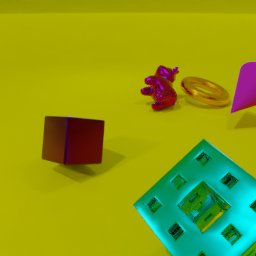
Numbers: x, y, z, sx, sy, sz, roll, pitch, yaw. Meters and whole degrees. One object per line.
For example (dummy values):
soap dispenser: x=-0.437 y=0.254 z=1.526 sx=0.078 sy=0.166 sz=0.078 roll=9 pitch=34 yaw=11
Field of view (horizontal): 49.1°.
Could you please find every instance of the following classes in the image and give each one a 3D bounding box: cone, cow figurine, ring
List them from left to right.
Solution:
cow figurine: x=1.141 y=-1.255 z=8.555 sx=1.499 sy=0.836 sz=1.523 roll=-13 pitch=56 yaw=-28
ring: x=2.434 y=-1.182 z=8.842 sx=1.637 sy=0.327 sz=1.637 roll=13 pitch=30 yaw=-8
cone: x=2.888 y=-0.762 z=6.844 sx=1.208 sy=1.203 sz=1.203 roll=-44 pitch=39 yaw=-12

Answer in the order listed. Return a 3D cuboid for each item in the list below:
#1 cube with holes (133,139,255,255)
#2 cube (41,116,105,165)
cube with holes: x=0.902 y=0.976 z=2.955 sx=1.019 sy=1.019 sz=1.019 roll=-43 pitch=48 yaw=-3
cube: x=-1.007 y=0.218 z=5.150 sx=0.812 sy=0.812 sz=0.812 roll=5 pitch=0 yaw=-45
